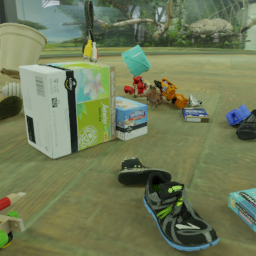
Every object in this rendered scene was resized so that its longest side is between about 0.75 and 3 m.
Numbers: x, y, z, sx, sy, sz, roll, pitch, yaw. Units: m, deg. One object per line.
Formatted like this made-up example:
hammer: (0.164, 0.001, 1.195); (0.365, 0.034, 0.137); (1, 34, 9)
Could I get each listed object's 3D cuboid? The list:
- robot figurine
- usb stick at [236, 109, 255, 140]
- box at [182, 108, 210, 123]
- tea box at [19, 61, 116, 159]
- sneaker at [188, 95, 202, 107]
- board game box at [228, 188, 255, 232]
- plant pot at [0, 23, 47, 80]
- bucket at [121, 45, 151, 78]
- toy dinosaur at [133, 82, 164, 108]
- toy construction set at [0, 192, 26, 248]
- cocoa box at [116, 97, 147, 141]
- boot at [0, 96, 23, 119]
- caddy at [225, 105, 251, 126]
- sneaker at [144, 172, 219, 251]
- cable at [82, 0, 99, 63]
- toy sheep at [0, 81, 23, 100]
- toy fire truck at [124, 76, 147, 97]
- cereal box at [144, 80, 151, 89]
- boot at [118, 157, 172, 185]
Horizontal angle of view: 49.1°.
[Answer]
robot figurine: (2.072, -1.739, 13.490); (1.656, 0.665, 2.285); (33, 18, -22)
usb stick: (4.667, -0.187, 10.314); (0.785, 0.462, 2.831); (3, 19, 33)
box: (2.804, -0.598, 11.803); (0.952, 0.255, 1.571); (2, 19, 4)
tea box: (-1.798, -0.722, 8.850); (2.462, 2.503, 1.672); (-19, 27, -41)
sneaker: (3.274, -1.283, 13.561); (0.583, 0.379, 1.010); (5, 31, 0)
board game box: (3.008, 1.626, 5.648); (1.479, 0.347, 1.117); (-6, 21, -15)
plant pot: (-4.007, -2.703, 10.387); (1.752, 1.604, 1.752); (6, -8, 1)
bucket: (0.352, -2.752, 11.560); (0.806, 1.239, 1.239); (-29, 15, 15)
toy dinosaur: (1.281, -1.476, 13.299); (1.451, 0.919, 2.141); (32, 13, 36)
toy construction set: (-2.189, 1.413, 4.396); (1.815, 1.514, 1.394); (-28, -1, 29)
cocoa box: (-0.234, -0.398, 10.029); (1.102, 1.084, 1.653); (-16, 26, -37)
boot: (-6.214, -0.914, 11.776); (2.661, 0.880, 2.330); (8, 22, 24)
caddy: (4.242, -0.440, 10.746); (0.779, 0.578, 1.102); (-34, -5, 41)
sneaker: (0.854, 1.492, 5.271); (0.732, 0.856, 2.065); (-10, 22, -20)
cable: (-1.356, -3.622, 10.965); (0.617, 2.454, 1.192); (11, 9, 19)
toy sheep: (-5.748, -1.813, 14.001); (1.495, 1.031, 1.031); (-2, 20, -21)
toy fire truck: (0.427, -2.101, 14.890); (0.432, 1.249, 1.771); (15, -15, 25)
cereal box: (0.937, -2.466, 16.105); (0.788, 0.217, 1.096); (13, -9, 28)
boot: (0.396, 1.045, 7.061); (1.292, 0.466, 0.976); (0, 18, 0)
